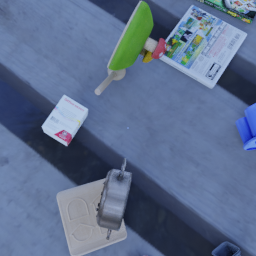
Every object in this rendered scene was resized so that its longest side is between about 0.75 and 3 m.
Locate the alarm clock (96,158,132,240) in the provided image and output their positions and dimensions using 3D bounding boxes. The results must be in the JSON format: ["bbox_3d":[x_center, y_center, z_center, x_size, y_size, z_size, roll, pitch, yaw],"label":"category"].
[{"bbox_3d":[-0.320,1.605,6.975,0.723,2.172,1.465,16,32,-1],"label":"alarm clock"}]

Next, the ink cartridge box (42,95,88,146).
[{"bbox_3d":[-1.954,-0.223,8.827,0.903,0.899,1.243,32,75,-3],"label":"ink cartridge box"}]

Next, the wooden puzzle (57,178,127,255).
[{"bbox_3d":[-1.034,2.505,8.038,1.672,0.418,1.805,-14,84,-19],"label":"wooden puzzle"}]

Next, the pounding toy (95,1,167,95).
[{"bbox_3d":[0.282,-2.230,8.505,1.289,2.777,2.143,27,32,-7],"label":"pounding toy"}]

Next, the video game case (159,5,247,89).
[{"bbox_3d":[2.660,-2.993,10.134,2.344,0.283,2.572,33,76,10],"label":"video game case"}]

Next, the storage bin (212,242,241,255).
[{"bbox_3d":[2.802,3.657,7.672,0.679,0.933,0.626,-33,84,-10],"label":"storage bin"}]

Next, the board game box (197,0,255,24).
[{"bbox_3d":[3.874,-5.025,10.808,2.435,0.286,1.276,30,77,9],"label":"board game box"}]

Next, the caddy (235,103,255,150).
[{"bbox_3d":[4.578,-0.084,8.399,2.552,1.804,1.340,-17,68,-5],"label":"caddy"}]
